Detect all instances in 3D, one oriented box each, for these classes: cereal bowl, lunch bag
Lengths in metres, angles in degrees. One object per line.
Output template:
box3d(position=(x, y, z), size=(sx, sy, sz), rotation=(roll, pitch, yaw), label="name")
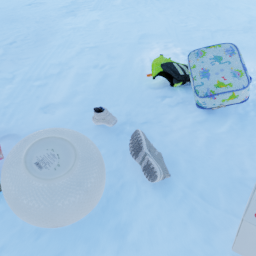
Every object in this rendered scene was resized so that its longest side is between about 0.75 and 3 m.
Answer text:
box3d(position=(-1.514, 0.829, 5.743), size=(2.183, 0.909, 2.183), rotation=(4, 53, -5), label="cereal bowl")
box3d(position=(2.868, -1.653, 8.892), size=(1.738, 0.892, 2.163), rotation=(-12, 55, 13), label="lunch bag")

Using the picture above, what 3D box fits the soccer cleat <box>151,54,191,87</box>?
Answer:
box3d(position=(2.040, -1.919, 10.171), size=(2.506, 0.846, 1.016), rotation=(10, 72, -5), label="soccer cleat")

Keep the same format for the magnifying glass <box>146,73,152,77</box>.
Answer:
box3d(position=(1.154, -2.127, 10.960), size=(0.921, 0.103, 0.367), rotation=(-12, 37, -19), label="magnifying glass")

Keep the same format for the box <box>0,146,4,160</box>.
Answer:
box3d(position=(-3.689, -0.111, 6.210), size=(0.977, 2.047, 1.020), rotation=(0, 15, 38), label="box")

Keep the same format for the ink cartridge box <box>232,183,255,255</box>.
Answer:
box3d(position=(2.970, 1.823, 4.737), size=(1.971, 0.834, 1.424), rotation=(23, 35, 27), label="ink cartridge box")

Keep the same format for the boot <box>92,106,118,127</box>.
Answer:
box3d(position=(-0.779, -0.390, 7.855), size=(0.437, 0.568, 1.188), rotation=(-51, 31, -20), label="boot")

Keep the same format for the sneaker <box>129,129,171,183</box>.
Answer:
box3d(position=(0.490, 0.657, 6.581), size=(0.602, 0.549, 1.468), rotation=(9, 44, -39), label="sneaker")

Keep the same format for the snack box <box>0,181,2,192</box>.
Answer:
box3d(position=(-3.551, 1.462, 5.857), size=(0.898, 0.287, 1.546), rotation=(24, 42, 32), label="snack box")
